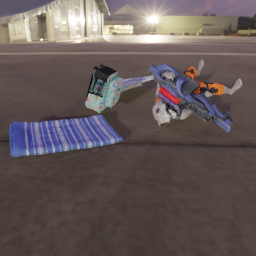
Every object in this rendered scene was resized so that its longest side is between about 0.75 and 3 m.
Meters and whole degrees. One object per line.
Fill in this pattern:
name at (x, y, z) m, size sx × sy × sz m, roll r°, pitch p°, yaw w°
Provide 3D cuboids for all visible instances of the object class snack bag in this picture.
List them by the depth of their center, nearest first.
snack bag at (-0.154, -1.742, 11.262) m, size 2.068 × 0.235 × 2.194 m, roll 2°, pitch 20°, yaw 43°

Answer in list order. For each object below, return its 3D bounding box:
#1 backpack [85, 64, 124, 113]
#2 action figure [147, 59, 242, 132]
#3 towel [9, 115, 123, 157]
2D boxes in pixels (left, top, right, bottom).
backpack at (-0.755, -1.145, 8.719) m, size 1.007 × 1.337 × 1.187 m, roll 28°, pitch 25°, yaw 3°
action figure at (1.889, -0.744, 7.839) m, size 2.677 × 1.448 × 2.767 m, roll -28°, pitch 60°, yaw -22°
towel at (-1.579, 0.103, 6.863) m, size 2.475 × 0.295 × 1.792 m, roll -7°, pitch 22°, yaw -19°
